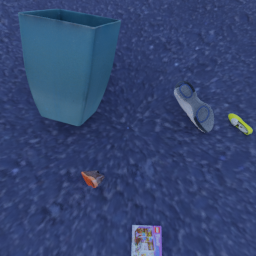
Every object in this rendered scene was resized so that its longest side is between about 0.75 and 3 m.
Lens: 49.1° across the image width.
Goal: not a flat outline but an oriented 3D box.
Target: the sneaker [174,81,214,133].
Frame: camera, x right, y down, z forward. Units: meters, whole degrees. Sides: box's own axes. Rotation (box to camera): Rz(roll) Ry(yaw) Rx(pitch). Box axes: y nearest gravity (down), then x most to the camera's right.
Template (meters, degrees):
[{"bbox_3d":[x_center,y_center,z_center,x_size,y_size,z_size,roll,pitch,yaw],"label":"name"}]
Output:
[{"bbox_3d":[2.045,-0.647,8.724,0.660,0.771,1.771,-31,88,-6],"label":"sneaker"}]

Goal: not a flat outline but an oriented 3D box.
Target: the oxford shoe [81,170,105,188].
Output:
[{"bbox_3d":[-0.950,1.331,7.579,0.385,0.377,1.057,-31,19,-23],"label":"oxford shoe"}]

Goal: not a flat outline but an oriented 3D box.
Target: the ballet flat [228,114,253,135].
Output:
[{"bbox_3d":[3.461,-0.114,8.707,0.886,0.296,0.297,43,51,19],"label":"ballet flat"}]

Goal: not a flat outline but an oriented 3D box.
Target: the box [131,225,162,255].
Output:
[{"bbox_3d":[0.461,2.995,6.940,0.744,0.213,1.088,1,59,4],"label":"box"}]

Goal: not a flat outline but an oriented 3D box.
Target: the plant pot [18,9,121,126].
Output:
[{"bbox_3d":[-1.610,-1.670,7.996,2.028,2.871,2.029,15,27,11],"label":"plant pot"}]
